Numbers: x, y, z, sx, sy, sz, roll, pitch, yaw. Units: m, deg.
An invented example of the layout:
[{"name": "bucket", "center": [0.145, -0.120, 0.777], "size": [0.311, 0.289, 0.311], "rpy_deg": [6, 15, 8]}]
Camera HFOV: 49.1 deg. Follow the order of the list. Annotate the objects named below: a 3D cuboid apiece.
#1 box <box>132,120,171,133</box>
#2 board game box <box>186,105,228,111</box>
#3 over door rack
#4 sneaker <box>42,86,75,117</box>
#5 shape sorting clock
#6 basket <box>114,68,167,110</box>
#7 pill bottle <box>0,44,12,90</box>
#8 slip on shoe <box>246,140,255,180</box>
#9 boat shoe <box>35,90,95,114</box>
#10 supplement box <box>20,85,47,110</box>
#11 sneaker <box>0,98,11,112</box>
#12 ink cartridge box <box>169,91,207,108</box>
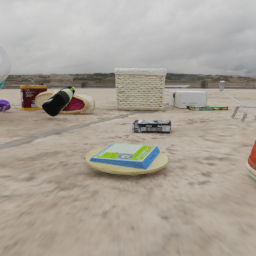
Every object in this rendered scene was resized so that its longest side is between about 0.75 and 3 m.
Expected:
[{"name": "box", "center": [0.627, -0.049, 7.201], "size": [0.964, 0.240, 0.760], "rpy_deg": [1, 9, 9]}, {"name": "board game box", "center": [3.525, -0.903, 12.507], "size": [1.613, 0.189, 0.845], "rpy_deg": [-1, 7, -9]}, {"name": "over door rack", "center": [4.405, -0.871, 9.717], "size": [1.832, 0.826, 2.480], "rpy_deg": [-1, 31, -1]}, {"name": "sneaker", "center": [-2.235, -0.898, 9.305], "size": [1.666, 0.597, 0.690], "rpy_deg": [-21, 24, 46]}, {"name": "shape sorting clock", "center": [-0.016, 0.458, 4.161], "size": [1.215, 0.238, 1.215], "rpy_deg": [-2, 11, 0]}, {"name": "basket", "center": [0.628, -1.836, 12.990], "size": [2.291, 1.843, 2.271], "rpy_deg": [0, 10, 5]}, {"name": "pill bottle", "center": [-5.073, -1.525, 9.230], "size": [1.640, 1.640, 2.960], "rpy_deg": [-9, -20, -43]}, {"name": "slip on shoe", "center": [1.956, 0.482, 2.915], "size": [0.770, 0.636, 2.079], "rpy_deg": [0, 11, -7]}, {"name": "boat shoe", "center": [-2.598, -1.033, 10.960], "size": [2.541, 0.937, 0.879], "rpy_deg": [3, 4, 13]}, {"name": "supplement box", "center": [-4.196, -1.366, 12.514], "size": [1.056, 1.070, 0.711], "rpy_deg": [-5, 11, -27]}, {"name": "sneaker", "center": [-5.501, -0.827, 11.466], "size": [1.427, 0.575, 0.595], "rpy_deg": [-8, 24, 4]}, {"name": "ink cartridge box", "center": [2.913, -1.432, 13.778], "size": [1.341, 0.781, 1.854], "rpy_deg": [-1, 10, -7]}]
